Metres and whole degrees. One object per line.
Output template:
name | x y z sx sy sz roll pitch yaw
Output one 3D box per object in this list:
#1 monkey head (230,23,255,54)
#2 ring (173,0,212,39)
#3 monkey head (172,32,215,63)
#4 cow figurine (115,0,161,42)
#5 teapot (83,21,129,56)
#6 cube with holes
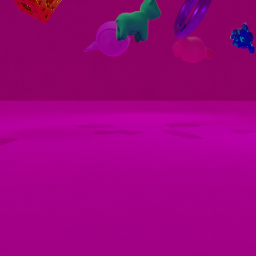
monkey head | 3.781 -2.973 9.032 0.683 1.133 0.815 -4 -18 -17
ring | 2.006 -3.649 8.816 0.353 1.766 1.766 23 -1 -17
monkey head | 2.476 -3.245 10.878 1.897 1.365 1.143 16 -2 -29
cow figurine | 0.308 -3.565 9.066 1.509 1.485 0.828 -3 12 -21
teapot | -0.683 -3.309 10.620 2.091 1.300 1.024 -15 23 16
cube with holes | -2.466 -3.571 7.490 0.881 0.881 0.881 28 -11 7
